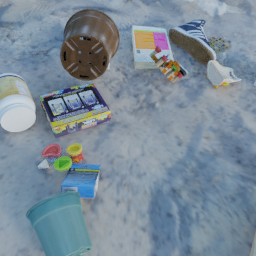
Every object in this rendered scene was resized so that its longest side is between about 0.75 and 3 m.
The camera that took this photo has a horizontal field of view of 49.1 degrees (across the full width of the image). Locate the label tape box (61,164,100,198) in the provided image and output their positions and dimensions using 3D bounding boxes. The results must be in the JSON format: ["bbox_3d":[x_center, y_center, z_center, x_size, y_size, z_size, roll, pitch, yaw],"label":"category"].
[{"bbox_3d":[-1.341,1.538,8.241,0.940,0.412,1.303,2,19,2],"label":"label tape box"}]

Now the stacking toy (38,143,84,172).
[{"bbox_3d":[-2.067,1.021,8.682,1.252,0.529,1.133,1,40,14],"label":"stacking toy"}]

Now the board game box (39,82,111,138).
[{"bbox_3d":[-1.878,-0.694,9.946,2.067,0.586,1.709,-18,54,-20],"label":"board game box"}]

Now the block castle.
[{"bbox_3d":[1.554,-2.498,10.931,0.660,1.407,0.940,-39,45,17],"label":"block castle"}]

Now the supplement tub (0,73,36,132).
[{"bbox_3d":[-4.005,-0.883,9.725,1.324,1.324,1.834,-21,54,-16],"label":"supplement tub"}]

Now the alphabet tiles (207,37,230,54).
[{"bbox_3d":[4.034,-3.836,12.986,1.302,0.041,1.084,-26,55,-19],"label":"alphabet tiles"}]

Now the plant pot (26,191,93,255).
[{"bbox_3d":[-1.617,2.548,6.970,1.433,1.433,1.403,-21,61,-17],"label":"plant pot"}]

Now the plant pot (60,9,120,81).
[{"bbox_3d":[-1.428,-2.881,10.016,2.174,2.174,2.152,1,35,1],"label":"plant pot"}]

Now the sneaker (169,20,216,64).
[{"bbox_3d":[3.242,-3.929,12.464,1.506,0.973,2.777,-28,53,-19],"label":"sneaker"}]

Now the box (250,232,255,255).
[{"bbox_3d":[3.857,2.886,6.743,1.406,1.151,2.961,24,54,18],"label":"box"}]

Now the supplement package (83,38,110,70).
[{"bbox_3d":[-1.267,-3.509,11.595,0.977,1.762,1.373,-2,51,-1],"label":"supplement package"}]

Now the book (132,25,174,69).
[{"bbox_3d":[1.054,-3.618,12.494,1.658,0.596,2.482,0,51,-3],"label":"book"}]

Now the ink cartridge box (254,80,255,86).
[{"bbox_3d":[5.800,-2.357,11.021,0.699,1.194,1.652,34,58,25],"label":"ink cartridge box"}]

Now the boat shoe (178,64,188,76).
[{"bbox_3d":[2.173,-2.462,11.722,0.217,0.263,0.767,-31,59,-23],"label":"boat shoe"}]

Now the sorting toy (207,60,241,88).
[{"bbox_3d":[3.903,-2.110,11.248,1.120,0.665,1.244,-7,49,-15],"label":"sorting toy"}]
